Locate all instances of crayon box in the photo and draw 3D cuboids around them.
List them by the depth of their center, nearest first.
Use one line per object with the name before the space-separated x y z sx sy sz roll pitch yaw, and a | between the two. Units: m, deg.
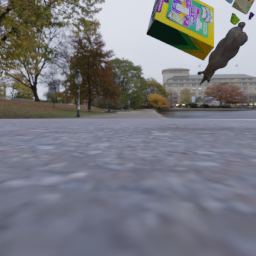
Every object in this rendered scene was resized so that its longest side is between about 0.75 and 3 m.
crayon box | 1.543 -3.027 7.895 1.752 2.031 0.592 22 -38 -11

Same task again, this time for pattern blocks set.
pattern blocks set | 3.567 -3.960 8.426 0.157 1.702 1.936 37 12 36

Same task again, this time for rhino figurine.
rhino figurine | 2.898 -2.218 8.772 0.669 2.238 0.978 40 37 7
